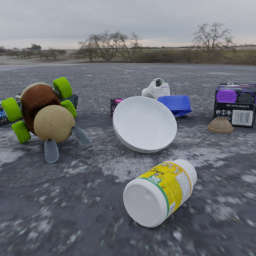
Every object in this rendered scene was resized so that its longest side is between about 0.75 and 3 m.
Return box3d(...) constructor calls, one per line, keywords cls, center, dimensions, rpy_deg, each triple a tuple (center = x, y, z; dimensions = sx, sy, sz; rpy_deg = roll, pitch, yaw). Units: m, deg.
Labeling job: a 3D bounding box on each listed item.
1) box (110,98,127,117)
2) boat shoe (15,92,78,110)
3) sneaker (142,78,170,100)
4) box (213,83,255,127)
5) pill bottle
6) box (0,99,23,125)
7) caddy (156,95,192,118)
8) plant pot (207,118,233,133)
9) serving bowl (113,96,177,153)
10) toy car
box3d(cls="box", center=(-0.001, -0.721, 11.134), dimensions=(0.869, 0.754, 1.315), rpy_deg=(-10, 20, -36))
box3d(cls="boat shoe", center=(-3.342, -1.244, 11.707), dimensions=(2.865, 0.950, 1.071), rpy_deg=(9, -22, 24))
box3d(cls="sneaker", center=(1.469, -1.900, 14.176), dimensions=(0.998, 1.328, 2.667), rpy_deg=(-7, 16, -18))
box3d(cls="box", center=(4.258, -0.997, 11.042), dimensions=(1.514, 1.313, 2.476), rpy_deg=(7, 18, 22))
box3d(cls="pill bottle", center=(0.643, 1.051, 4.935), dimensions=(0.808, 0.808, 1.432), rpy_deg=(12, 21, 36))
box3d(cls="box", center=(-5.948, -0.577, 10.687), dimensions=(2.934, 0.734, 2.956), rpy_deg=(5, 17, 19))
box3d(cls="caddy", center=(1.829, -0.821, 11.443), dimensions=(1.568, 0.823, 1.108), rpy_deg=(-1, -7, -1))
box3d(cls="plant pot", center=(3.202, -0.118, 9.708), dimensions=(0.854, 0.394, 0.854), rpy_deg=(-1, 16, 0))
box3d(cls="serving bowl", center=(0.428, -0.026, 7.987), dimensions=(1.834, 0.603, 1.834), rpy_deg=(7, 55, -10))
box3d(cls="toy car", center=(-2.059, -0.016, 7.833), dimensions=(1.904, 1.829, 2.318), rpy_deg=(-28, 54, -23))
